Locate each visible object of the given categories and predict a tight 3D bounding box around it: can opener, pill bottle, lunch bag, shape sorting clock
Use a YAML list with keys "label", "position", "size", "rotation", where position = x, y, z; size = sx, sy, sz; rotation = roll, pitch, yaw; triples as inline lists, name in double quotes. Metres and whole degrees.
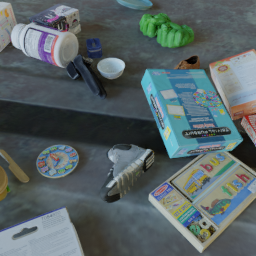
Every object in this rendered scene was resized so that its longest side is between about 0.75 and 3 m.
- label: "can opener"
  position: [-1.469, -1.927, 10.654]
  size: [0.808, 1.002, 2.549]
  rotation: [11, 32, -49]
- label: "pill bottle"
  position: [-3.474, -3.496, 11.568]
  size: [2.552, 1.422, 1.422]
  rotation: [21, 50, 18]
- label: "lunch bag"
  position: [-1.471, -3.521, 12.149]
  size: [0.630, 0.614, 0.928]
  rotation: [-9, 47, -8]
- label: "shape sorting clock"
  position: [-2.032, 0.930, 8.086]
  size: [1.199, 0.235, 1.199]
  rotation: [-2, 46, 2]

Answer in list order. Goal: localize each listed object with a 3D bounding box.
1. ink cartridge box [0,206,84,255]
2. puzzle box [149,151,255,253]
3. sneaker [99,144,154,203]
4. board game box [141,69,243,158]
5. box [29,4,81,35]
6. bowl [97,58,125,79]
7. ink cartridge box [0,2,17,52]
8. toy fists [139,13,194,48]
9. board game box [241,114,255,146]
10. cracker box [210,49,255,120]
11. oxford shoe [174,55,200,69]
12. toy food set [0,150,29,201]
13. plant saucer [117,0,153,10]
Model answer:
- label: "ink cartridge box"
  position: [-2.005, 2.995, 5.980]
  size: [2.121, 0.431, 2.125]
  rotation: [-17, 48, -16]
- label: "puzzle box"
  position: [2.122, 1.642, 7.350]
  size: [2.714, 0.345, 1.805]
  rotation: [-32, 53, -27]
- label: "sneaker"
  position: [-0.299, 1.103, 7.625]
  size: [1.192, 0.774, 2.064]
  rotation: [25, 42, 31]
- label: "board game box"
  position: [1.762, -0.539, 8.164]
  size: [2.049, 0.637, 2.714]
  rotation: [-4, 57, -21]
- label: "box"
  position: [-3.325, -4.805, 13.019]
  size: [1.312, 1.139, 1.985]
  rotation: [25, 51, 22]
- label: "bowl"
  position: [-0.654, -2.265, 11.027]
  size: [1.086, 0.488, 1.086]
  rotation: [0, 46, 0]
- label: "ink cartridge box"
  position: [-6.124, -4.637, 12.602]
  size: [1.456, 1.495, 2.326]
  rotation: [10, 48, 9]
- label: "toy fists"
  position: [1.670, -4.538, 12.914]
  size: [1.417, 0.956, 2.780]
  rotation: [-29, 54, -24]
- label: "board game box"
  position: [4.605, 0.049, 8.871]
  size: [1.577, 0.365, 1.195]
  rotation: [-8, 47, -7]
- label: "cracker box"
  position: [4.082, -1.583, 9.870]
  size: [1.693, 0.729, 2.528]
  rotation: [-17, 44, 11]
- label: "oxford shoe"
  position: [1.881, -2.035, 10.559]
  size: [0.880, 0.880, 2.468]
  rotation: [32, 55, 25]
- label: "toy food set"
  position: [-3.769, 1.364, 7.129]
  size: [1.450, 0.422, 2.100]
  rotation: [44, 30, 16]
- label: "plant saucer"
  position: [0.276, -6.940, 15.383]
  size: [2.153, 0.295, 2.153]
  rotation: [10, 38, -8]
